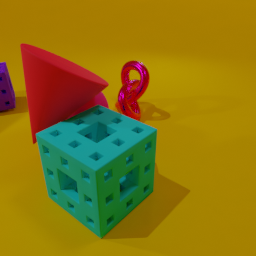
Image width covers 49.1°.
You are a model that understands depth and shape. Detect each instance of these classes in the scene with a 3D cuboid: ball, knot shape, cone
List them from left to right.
[{"bbox_3d":[-1.368,-0.396,4.900,1.562,1.568,1.562,25,12,-6],"label":"cone"},{"bbox_3d":[-1.082,-0.348,6.065,1.350,1.350,1.350,0,31,0],"label":"ball"},{"bbox_3d":[0.072,-0.913,7.476,0.718,1.554,1.454,10,-6,-6],"label":"knot shape"}]

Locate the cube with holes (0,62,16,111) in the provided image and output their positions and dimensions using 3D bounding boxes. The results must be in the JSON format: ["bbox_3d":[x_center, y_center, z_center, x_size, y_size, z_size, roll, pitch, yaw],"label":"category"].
[{"bbox_3d":[-3.797,-1.113,7.763,1.033,1.033,1.033,-14,31,-15],"label":"cube with holes"}]

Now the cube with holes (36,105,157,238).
[{"bbox_3d":[-0.478,0.624,4.708,1.345,1.345,1.345,24,39,34],"label":"cube with holes"}]
